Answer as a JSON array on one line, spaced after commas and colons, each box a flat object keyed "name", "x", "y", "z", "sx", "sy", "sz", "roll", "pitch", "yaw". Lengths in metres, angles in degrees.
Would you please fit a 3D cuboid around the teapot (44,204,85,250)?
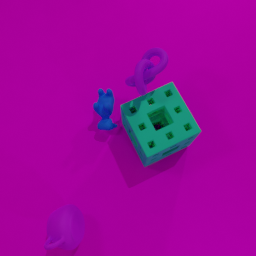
[{"name": "teapot", "x": -1.359, "y": 2.095, "z": 5.996, "sx": 0.724, "sy": 1.478, "sz": 0.919, "roll": -9, "pitch": 102, "yaw": 13}]

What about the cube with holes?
[{"name": "cube with holes", "x": 0.699, "y": -0.026, "z": 6.601, "sx": 1.290, "sy": 1.290, "sz": 1.290, "roll": -25, "pitch": 74, "yaw": -7}]

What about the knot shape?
[{"name": "knot shape", "x": 0.407, "y": -1.197, "z": 5.760, "sx": 0.500, "sy": 1.082, "sz": 1.012, "roll": 36, "pitch": 96, "yaw": -6}]

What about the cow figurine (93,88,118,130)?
[{"name": "cow figurine", "x": -0.538, "y": -0.410, "z": 6.935, "sx": 0.508, "sy": 0.911, "sz": 0.925, "roll": 3, "pitch": 61, "yaw": 16}]
